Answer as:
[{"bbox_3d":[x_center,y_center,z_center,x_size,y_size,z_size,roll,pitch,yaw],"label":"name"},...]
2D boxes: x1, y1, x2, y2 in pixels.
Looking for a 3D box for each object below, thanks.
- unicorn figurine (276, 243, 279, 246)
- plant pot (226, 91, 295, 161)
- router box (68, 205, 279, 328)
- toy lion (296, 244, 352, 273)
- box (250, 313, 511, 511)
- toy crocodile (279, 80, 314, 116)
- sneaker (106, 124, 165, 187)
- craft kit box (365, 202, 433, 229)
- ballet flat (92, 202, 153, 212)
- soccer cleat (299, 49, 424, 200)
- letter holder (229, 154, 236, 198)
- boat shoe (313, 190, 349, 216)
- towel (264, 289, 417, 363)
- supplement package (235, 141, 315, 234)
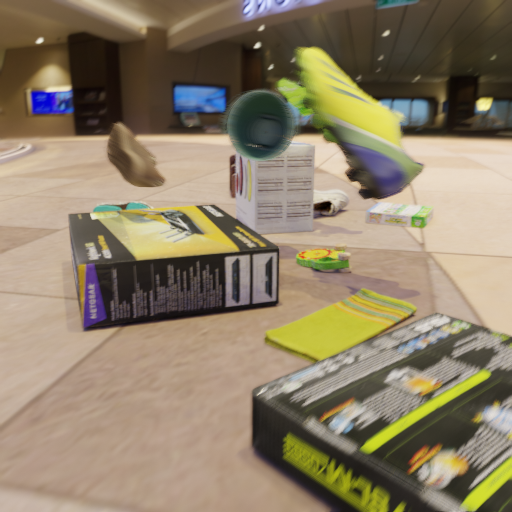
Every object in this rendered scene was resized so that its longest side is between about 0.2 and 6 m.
[{"bbox_3d":[-0.026,-0.114,11.648,0.944,0.349,0.648,-17,28,-7],"label":"unicorn figurine"},{"bbox_3d":[0.149,-2.512,11.175,1.337,1.337,0.896,2,3,8],"label":"plant pot"},{"bbox_3d":[-1.677,-0.036,9.951,3.038,1.009,3.864,-6,17,-20],"label":"router box"},{"bbox_3d":[1.309,0.057,11.037,1.031,0.369,1.076,-6,16,3],"label":"toy lion"},{"bbox_3d":[2.069,1.540,5.001,3.158,0.750,3.049,-13,22,-40],"label":"box"},{"bbox_3d":[1.479,-3.565,13.275,2.356,0.728,0.795,42,12,29],"label":"toy crocodile"},{"bbox_3d":[-2.287,-1.819,10.537,0.699,0.652,1.851,15,31,-39],"label":"sneaker"},{"bbox_3d":[3.878,-1.115,15.080,1.533,0.376,1.552,5,16,25],"label":"craft kit box"},{"bbox_3d":[-3.213,-1.008,14.192,2.065,0.741,0.741,9,18,28],"label":"ballet flat"},{"bbox_3d":[1.657,-2.236,9.134,1.205,2.880,0.931,-27,-16,-2],"label":"soccer cleat"},{"bbox_3d":[0.119,-2.718,18.744,1.991,1.415,1.001,-2,16,-7],"label":"letter holder"},{"bbox_3d":[1.946,-1.419,15.652,2.059,0.730,0.719,3,45,-43],"label":"boat shoe"},{"bbox_3d":[1.269,0.946,8.016,1.031,0.216,2.395,14,21,42],"label":"towel"},{"bbox_3d":[0.422,-1.826,14.284,1.558,2.118,2.026,-4,16,-15],"label":"supplement package"}]
